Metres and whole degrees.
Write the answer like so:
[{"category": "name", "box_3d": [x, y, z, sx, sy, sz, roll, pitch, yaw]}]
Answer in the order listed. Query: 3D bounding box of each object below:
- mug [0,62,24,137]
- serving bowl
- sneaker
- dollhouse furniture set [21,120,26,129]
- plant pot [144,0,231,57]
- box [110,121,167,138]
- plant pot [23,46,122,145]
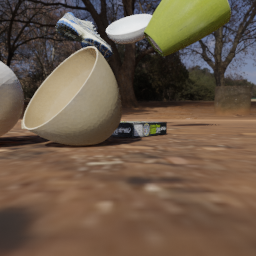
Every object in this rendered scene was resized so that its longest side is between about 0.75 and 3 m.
[{"category": "mug", "box_3d": [-1.955, -0.172, 3.205, 1.142, 1.426, 1.170, 33, 3, -15]}, {"category": "serving bowl", "box_3d": [0.138, -4.150, 12.021, 2.082, 0.685, 2.082, -11, 37, 8]}, {"category": "sneaker", "box_3d": [-1.516, -3.651, 10.874, 2.381, 1.014, 0.917, 30, -30, -25]}, {"category": "dollhouse furniture set", "box_3d": [-2.275, -0.636, 8.508, 1.510, 1.293, 1.587, 2, 3, 37]}, {"category": "plant pot", "box_3d": [1.499, -3.089, 8.040, 2.018, 1.888, 1.888, -41, -2, 5]}, {"category": "box", "box_3d": [0.051, 0.008, 5.215, 0.935, 0.258, 1.167, 1, 2, 35]}, {"category": "plant pot", "box_3d": [-0.522, -0.246, 3.291, 1.169, 1.169, 0.785, 3, -33, 51]}]
